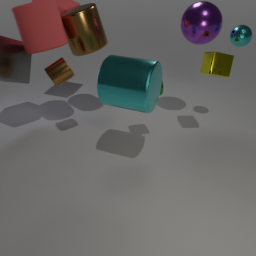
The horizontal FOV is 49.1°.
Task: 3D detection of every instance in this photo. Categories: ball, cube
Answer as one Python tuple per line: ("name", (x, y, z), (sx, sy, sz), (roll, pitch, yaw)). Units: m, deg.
("ball", (2.515, -3.593, 9.625), (1.400, 1.400, 1.400), (0, 30, 0))
("cube", (-2.937, -4.451, 11.246), (1.400, 1.400, 1.400), (23, 35, 2))
("cube", (-4.370, -2.350, 9.729), (1.400, 1.400, 1.400), (10, 7, 34))
("cube", (2.847, -2.034, 9.006), (0.700, 0.700, 0.700), (6, 12, -14))
("ball", (3.748, -3.050, 9.294), (0.700, 0.700, 0.700), (0, 30, 0))

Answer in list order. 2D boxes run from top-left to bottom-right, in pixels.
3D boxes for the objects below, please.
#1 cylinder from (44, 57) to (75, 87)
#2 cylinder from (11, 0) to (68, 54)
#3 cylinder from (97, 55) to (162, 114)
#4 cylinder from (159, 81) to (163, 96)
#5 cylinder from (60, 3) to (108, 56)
("cylinder", (-2.191, -1.783, 8.976), (0.700, 0.700, 0.700), (-36, 37, -5))
("cylinder", (-2.805, -3.250, 8.991), (1.400, 1.400, 1.400), (-12, 24, 5))
("cylinder", (0.077, -1.205, 7.647), (1.400, 1.400, 1.400), (13, 32, 18))
("cylinder", (0.696, -1.341, 8.999), (0.700, 0.700, 0.700), (-10, 31, -9))
("cylinder", (-1.583, -3.501, 9.979), (1.400, 1.400, 1.400), (-14, 33, 9))
